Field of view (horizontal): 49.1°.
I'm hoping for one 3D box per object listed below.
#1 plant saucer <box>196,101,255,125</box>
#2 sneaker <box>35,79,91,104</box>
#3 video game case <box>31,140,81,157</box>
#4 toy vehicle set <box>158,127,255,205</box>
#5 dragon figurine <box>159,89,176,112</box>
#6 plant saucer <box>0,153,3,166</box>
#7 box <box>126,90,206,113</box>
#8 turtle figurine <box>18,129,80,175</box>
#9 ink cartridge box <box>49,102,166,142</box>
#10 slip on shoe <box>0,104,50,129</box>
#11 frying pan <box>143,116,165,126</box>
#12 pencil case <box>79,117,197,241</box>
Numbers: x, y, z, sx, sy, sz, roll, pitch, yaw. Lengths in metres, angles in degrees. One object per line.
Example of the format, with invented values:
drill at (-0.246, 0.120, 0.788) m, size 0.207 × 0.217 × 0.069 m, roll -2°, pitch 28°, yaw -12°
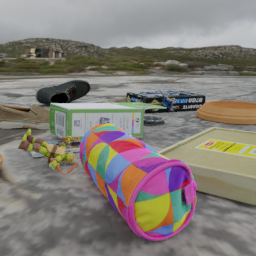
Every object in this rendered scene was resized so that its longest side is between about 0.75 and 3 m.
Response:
plant saucer at (3.907, -0.638, 10.351) m, size 2.692 × 0.504 × 2.692 m, roll 0°, pitch 12°, yaw 0°
sneaker at (-2.806, -1.607, 13.648) m, size 2.957 × 1.106 × 1.571 m, roll -22°, pitch 29°, yaw -36°
video game case at (-1.645, 0.449, 6.499) m, size 1.193 × 0.108 × 0.855 m, roll -6°, pitch 13°, yaw -26°
toy vehicle set at (1.975, 0.523, 5.444) m, size 1.860 × 0.397 × 2.993 m, roll 8°, pitch 15°, yaw 37°
dragon figurine at (1.505, -1.047, 10.964) m, size 1.040 × 0.517 × 0.306 m, roll 33°, pitch 41°, yaw -11°
plant saucer at (-3.015, 0.726, 4.989) m, size 1.471 × 0.275 × 1.471 m, roll -1°, pitch 13°, yaw 0°
box at (1.605, -1.221, 12.449) m, size 2.867 × 0.659 × 2.279 m, roll -4°, pitch 14°, yaw -18°
turtle figurine at (-1.497, 0.418, 5.523) m, size 1.136 × 0.454 × 1.409 m, roll 25°, pitch 26°, yaw -11°
ink cartridge box at (-0.524, -0.222, 7.575) m, size 2.820 × 0.836 × 1.464 m, roll -4°, pitch 11°, yaw -31°
slip on shoe at (-2.897, -0.395, 8.823) m, size 2.327 × 0.705 × 0.885 m, roll 0°, pitch 13°, yaw -1°
frying pan at (0.499, -0.270, 9.439) m, size 1.531 × 0.249 × 0.926 m, roll 6°, pitch 14°, yaw 13°
pencil case at (0.010, 0.572, 4.083) m, size 1.058 × 1.058 × 2.394 m, roll -5°, pitch 16°, yaw -21°
